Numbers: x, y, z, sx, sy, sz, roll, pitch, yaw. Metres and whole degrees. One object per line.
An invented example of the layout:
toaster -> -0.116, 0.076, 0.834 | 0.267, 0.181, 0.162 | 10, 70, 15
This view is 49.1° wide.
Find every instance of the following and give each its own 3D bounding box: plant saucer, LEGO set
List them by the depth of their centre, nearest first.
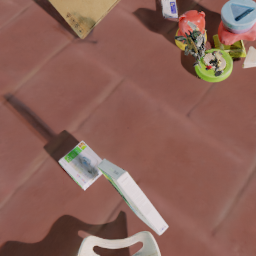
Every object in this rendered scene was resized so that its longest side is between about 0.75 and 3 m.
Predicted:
LEGO set -> 1.731, -1.871, 6.504 | 0.495, 1.134, 1.746 | -30, 62, -5
plant saucer -> 3.542, -2.906, 9.682 | 1.003, 0.240, 1.001 | -4, 66, -1

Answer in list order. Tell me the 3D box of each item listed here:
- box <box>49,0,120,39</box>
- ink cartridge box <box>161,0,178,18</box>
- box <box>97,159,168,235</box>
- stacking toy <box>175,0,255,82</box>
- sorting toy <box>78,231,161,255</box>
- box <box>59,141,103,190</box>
box -> -1.668, -4.642, 9.490 | 2.001, 0.260, 2.448 | -40, 90, 19
ink cartridge box -> 1.533, -4.384, 10.358 | 0.510, 0.201, 1.026 | -1, 65, -1
box -> 0.067, 1.388, 5.776 | 0.287, 1.139, 1.578 | -40, 110, -16
stacking toy -> 3.076, -2.957, 8.965 | 2.751, 1.162, 2.491 | -17, 66, 3
sorting toy -> -0.162, 3.640, 6.285 | 2.737, 1.462, 2.463 | -4, 59, -1
box -> -1.244, 1.046, 7.816 | 0.892, 0.489, 1.011 | -41, 73, -18
